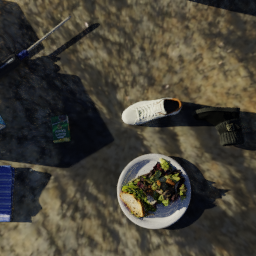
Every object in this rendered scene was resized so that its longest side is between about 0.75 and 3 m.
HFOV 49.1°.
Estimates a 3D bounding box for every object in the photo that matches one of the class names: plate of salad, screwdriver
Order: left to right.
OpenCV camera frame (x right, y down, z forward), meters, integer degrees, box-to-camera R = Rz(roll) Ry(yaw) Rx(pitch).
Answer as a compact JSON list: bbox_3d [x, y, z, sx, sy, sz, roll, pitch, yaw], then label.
[{"bbox_3d":[-2.716,-2.343,8.102,2.808,0.392,0.409,-36,55,-1],"label":"screwdriver"},{"bbox_3d":[0.715,1.701,7.566,2.017,0.484,2.017,0,82,0],"label":"plate of salad"}]

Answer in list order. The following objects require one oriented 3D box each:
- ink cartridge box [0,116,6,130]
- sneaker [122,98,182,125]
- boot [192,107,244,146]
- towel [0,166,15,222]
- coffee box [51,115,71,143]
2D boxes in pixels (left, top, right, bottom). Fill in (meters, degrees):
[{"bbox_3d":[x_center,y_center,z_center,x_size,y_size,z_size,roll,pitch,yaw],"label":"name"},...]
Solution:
[{"bbox_3d":[-4.708,-0.663,7.622,1.646,0.964,2.277,-30,85,-4],"label":"ink cartridge box"},{"bbox_3d":[0.658,-0.534,7.740,1.711,0.724,0.623,-15,85,-1],"label":"sneaker"},{"bbox_3d":[2.498,-0.024,7.755,1.432,0.539,1.071,-1,83,0],"label":"boot"},{"bbox_3d":[-3.707,1.798,7.691,1.098,0.181,1.517,-1,82,1],"label":"towel"},{"bbox_3d":[-1.903,0.025,7.939,0.465,0.166,0.756,-7,83,-1],"label":"coffee box"}]
